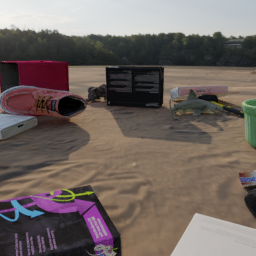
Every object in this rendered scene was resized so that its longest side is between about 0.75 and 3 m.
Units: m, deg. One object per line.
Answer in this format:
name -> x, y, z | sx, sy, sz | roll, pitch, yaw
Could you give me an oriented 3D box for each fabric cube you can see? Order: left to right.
fabric cube -> -3.814, -1.690, 11.464 | 2.099, 2.065, 2.105 | -12, 19, -42

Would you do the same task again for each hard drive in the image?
hard drive -> -4.587, -0.125, 8.950 | 2.705, 0.361, 1.784 | 4, 16, 15

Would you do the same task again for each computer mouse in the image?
computer mouse -> 2.570, 1.237, 3.831 | 1.391, 0.456, 1.980 | -1, 16, 1

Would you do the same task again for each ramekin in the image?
ramekin -> 4.164, -0.120, 7.277 | 2.261, 1.104, 2.261 | -3, 13, 1

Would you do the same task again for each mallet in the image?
mallet -> 4.052, -0.899, 11.682 | 0.868, 0.542, 2.636 | -9, 22, -28

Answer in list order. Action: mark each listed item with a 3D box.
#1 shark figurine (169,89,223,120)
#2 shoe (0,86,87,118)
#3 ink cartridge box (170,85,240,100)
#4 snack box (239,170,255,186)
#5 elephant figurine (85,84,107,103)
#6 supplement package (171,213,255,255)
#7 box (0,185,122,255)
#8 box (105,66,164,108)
shark figurine -> 2.348, -1.011, 11.043 | 2.454, 1.024, 1.466 | -6, 15, -26
shoe -> -2.820, -0.876, 9.501 | 2.757, 0.985, 1.254 | -3, 13, -34
ink cartridge box -> 3.631, -1.767, 13.510 | 2.593, 0.565, 2.250 | -3, -1, -11
snack box -> 3.300, 0.799, 5.135 | 2.326, 0.283, 0.836 | -4, -12, -14
elephant figurine -> -1.646, -1.718, 14.032 | 1.278, 0.904, 0.992 | -18, -11, -7
supplement package -> 0.742, 1.462, 2.443 | 0.756, 0.765, 1.262 | 8, 18, 28
box -> -1.281, 1.345, 3.621 | 2.043, 0.369, 1.461 | -8, 17, -22
box -> 0.316, -1.882, 12.663 | 2.495, 1.761, 0.984 | 5, 16, 16
